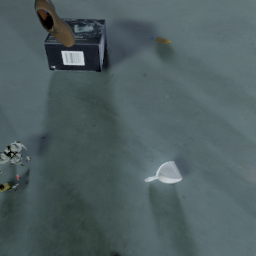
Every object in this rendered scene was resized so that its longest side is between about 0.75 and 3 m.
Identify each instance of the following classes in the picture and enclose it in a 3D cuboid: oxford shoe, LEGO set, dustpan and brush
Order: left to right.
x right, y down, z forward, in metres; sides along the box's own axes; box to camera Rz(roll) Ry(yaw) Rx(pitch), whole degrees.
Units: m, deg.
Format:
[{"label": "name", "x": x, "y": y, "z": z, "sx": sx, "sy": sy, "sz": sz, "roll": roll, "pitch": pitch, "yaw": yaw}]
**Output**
[{"label": "LEGO set", "x": -3.845, "y": 1.089, "z": 9.080, "sx": 1.327, "sy": 0.579, "sz": 2.043, "roll": -17, "pitch": 49, "yaw": -16}, {"label": "oxford shoe", "x": -2.139, "y": -2.891, "z": 8.083, "sx": 0.608, "sy": 1.674, "sz": 0.707, "roll": -17, "pitch": 53, "yaw": 21}, {"label": "dustpan and brush", "x": 1.069, "y": 1.502, "z": 8.933, "sx": 1.113, "sy": 0.319, "sz": 0.777, "roll": -7, "pitch": 44, "yaw": -16}]

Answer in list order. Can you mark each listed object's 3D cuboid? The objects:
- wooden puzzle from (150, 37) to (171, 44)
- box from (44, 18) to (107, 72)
[{"label": "wooden puzzle", "x": 1.717, "y": -4.653, "z": 14.881, "sx": 0.968, "sy": 0.113, "sz": 0.653, "roll": 32, "pitch": 50, "yaw": 26}, {"label": "box", "x": -2.369, "y": -3.974, "z": 13.289, "sx": 2.477, "sy": 1.479, "sz": 2.519, "roll": 2, "pitch": 45, "yaw": 2}]
